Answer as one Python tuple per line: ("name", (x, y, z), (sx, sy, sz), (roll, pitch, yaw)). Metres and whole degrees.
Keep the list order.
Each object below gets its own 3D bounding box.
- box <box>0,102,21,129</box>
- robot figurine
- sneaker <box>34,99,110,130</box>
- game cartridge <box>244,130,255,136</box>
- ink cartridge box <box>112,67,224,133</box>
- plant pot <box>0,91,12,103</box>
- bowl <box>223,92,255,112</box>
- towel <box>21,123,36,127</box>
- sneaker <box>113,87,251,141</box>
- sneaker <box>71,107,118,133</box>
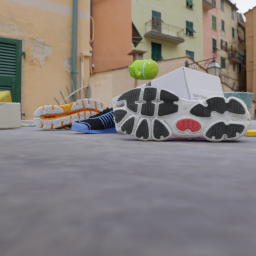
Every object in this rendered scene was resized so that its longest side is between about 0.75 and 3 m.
("box", (-5.168, -0.430, 9.868), (1.186, 0.971, 2.497), (1, 3, 30))
("robot figurine", (0.632, -2.266, 10.961), (1.156, 0.762, 1.317), (-28, 27, -38))
("sneaker", (-1.848, -0.430, 9.854), (2.722, 1.065, 1.051), (0, -4, -11))
("game cartridge", (3.183, 0.110, 6.561), (0.926, 0.150, 0.816), (1, 2, 10))
("ink cartridge box", (1.016, -0.580, 7.046), (1.691, 0.971, 2.329), (1, -13, -46))
("plant pot", (-6.494, -0.800, 13.231), (1.568, 1.558, 1.604), (-3, 18, -4))
("bowl", (2.648, -0.444, 8.457), (2.133, 1.116, 2.133), (1, 2, 0))
("towel", (-5.136, -0.142, 13.565), (0.946, 0.150, 1.317), (-1, 2, -42))
("sneaker", (0.946, -0.095, 5.378), (2.516, 1.015, 1.050), (9, -11, 14))
("sneaker", (-0.679, -0.231, 7.805), (1.885, 0.734, 0.661), (-1, 3, -34))
